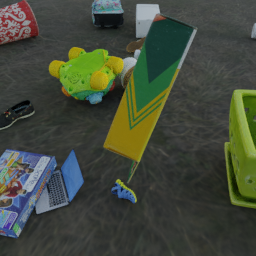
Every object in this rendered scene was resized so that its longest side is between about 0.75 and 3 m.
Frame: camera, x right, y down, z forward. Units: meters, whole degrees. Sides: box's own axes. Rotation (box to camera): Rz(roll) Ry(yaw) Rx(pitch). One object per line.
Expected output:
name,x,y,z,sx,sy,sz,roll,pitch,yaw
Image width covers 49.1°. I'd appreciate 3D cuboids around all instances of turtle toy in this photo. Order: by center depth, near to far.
turtle toy,-1.207,-1.858,9.779,2.087,1.448,2.864,19,44,19

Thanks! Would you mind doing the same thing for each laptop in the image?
laptop,-1.755,1.276,6.823,1.219,0.707,1.142,-14,43,-15

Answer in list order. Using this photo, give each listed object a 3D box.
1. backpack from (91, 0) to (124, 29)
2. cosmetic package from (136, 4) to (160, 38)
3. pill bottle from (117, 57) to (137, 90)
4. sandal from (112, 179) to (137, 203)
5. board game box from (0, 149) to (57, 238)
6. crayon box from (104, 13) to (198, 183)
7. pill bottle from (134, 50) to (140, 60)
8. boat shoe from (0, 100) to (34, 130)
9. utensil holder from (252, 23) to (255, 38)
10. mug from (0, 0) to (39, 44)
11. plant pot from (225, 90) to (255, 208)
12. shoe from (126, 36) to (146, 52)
backpack,-1.098,-6.190,14.780,1.683,1.427,1.896,-4,36,-6
cosmetic package,0.995,-5.464,14.204,1.210,0.954,2.249,3,42,1
pill bottle,0.422,-1.617,9.724,1.154,1.154,2.018,-18,45,-19
sandal,-0.110,1.593,6.797,0.341,0.312,0.784,-34,44,-28
board game box,-2.828,1.469,6.794,1.432,0.365,2.116,8,43,12
crayon box,0.336,-0.569,5.371,0.714,2.810,1.784,22,15,2
pill bottle,0.854,-2.944,11.640,1.119,0.609,0.609,12,43,13
boat shoe,-3.736,-0.430,8.934,1.511,0.474,0.553,-33,53,-29
utensil holder,6.482,-4.646,13.476,0.863,0.733,0.733,8,42,12
mug,-5.768,-4.743,13.213,2.464,1.644,2.187,-28,16,-22
plant pot,3.473,0.650,6.464,2.332,2.117,2.321,6,43,7
shoe,0.443,-3.737,12.776,1.355,0.362,0.474,-35,84,-28
